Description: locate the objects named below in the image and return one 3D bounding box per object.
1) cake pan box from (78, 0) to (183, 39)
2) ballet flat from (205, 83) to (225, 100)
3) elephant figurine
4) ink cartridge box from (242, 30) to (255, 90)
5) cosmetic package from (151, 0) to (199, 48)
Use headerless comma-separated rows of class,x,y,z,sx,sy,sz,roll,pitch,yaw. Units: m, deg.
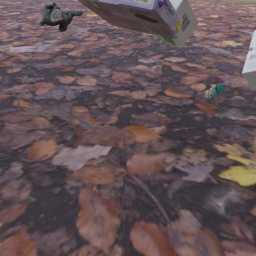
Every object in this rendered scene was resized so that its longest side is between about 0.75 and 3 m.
cake pan box,0.026,-1.947,4.604,1.490,0.390,1.372,20,6,24
ballet flat,2.555,-1.109,8.347,0.345,0.311,0.917,10,35,41
elephant figurine,-1.814,-2.957,7.544,0.960,0.745,0.679,35,35,23
ink cartridge box,3.029,-1.514,5.711,0.980,0.566,1.343,-5,50,48
cosmetic package,0.803,-3.513,8.477,2.366,1.004,1.273,38,5,36
